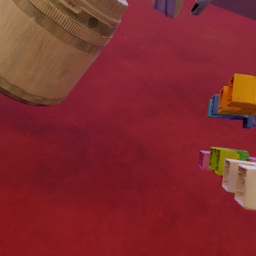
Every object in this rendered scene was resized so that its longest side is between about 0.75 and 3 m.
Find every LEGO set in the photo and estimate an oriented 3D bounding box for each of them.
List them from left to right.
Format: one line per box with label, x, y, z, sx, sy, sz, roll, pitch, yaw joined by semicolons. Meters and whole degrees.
LEGO set;1.483;0.068;2.871;1.152;2.806;1.070;6;89;10

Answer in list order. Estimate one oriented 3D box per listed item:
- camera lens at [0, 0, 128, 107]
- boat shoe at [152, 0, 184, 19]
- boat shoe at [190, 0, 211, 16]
camera lens;-1.558;-1.901;5.384;2.126;2.658;2.126;35;25;-19
boat shoe;0.919;-3.984;6.847;1.003;2.874;1.019;25;74;14
boat shoe;2.361;-4.061;9.027;0.381;1.069;0.373;0;64;-19
